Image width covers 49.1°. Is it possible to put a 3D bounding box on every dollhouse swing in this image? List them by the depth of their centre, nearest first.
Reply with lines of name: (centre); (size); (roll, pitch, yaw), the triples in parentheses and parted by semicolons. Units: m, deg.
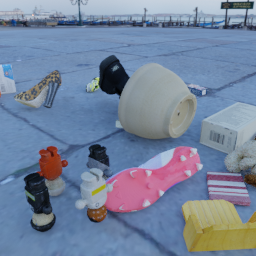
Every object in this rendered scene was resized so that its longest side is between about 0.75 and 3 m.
dollhouse swing: (1.803, 1.702, 5.558); (1.368, 1.244, 1.203); (-1, 46, -2)

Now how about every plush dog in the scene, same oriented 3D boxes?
plush dog: (3.561, 0.945, 7.329); (1.569, 1.259, 1.348); (-6, 49, -12)

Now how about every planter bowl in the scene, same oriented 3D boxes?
planter bowl: (1.141, -0.662, 9.153); (1.693, 2.516, 2.516); (30, 37, 35)

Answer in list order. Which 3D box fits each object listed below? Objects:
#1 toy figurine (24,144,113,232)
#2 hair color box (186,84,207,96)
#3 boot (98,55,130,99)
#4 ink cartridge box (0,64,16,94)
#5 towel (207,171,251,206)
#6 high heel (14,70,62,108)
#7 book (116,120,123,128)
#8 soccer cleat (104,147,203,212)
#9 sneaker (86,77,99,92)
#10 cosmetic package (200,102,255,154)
toy figurine: (-1.231, 1.278, 6.188); (1.815, 1.283, 1.844); (-4, 23, -2)
hair color box: (3.473, -1.964, 14.352); (0.533, 0.322, 1.065); (-18, 30, -33)
boot: (-0.116, -1.300, 11.249); (1.112, 2.447, 2.913); (-34, -9, -9)
ink cartridge box: (-6.744, -2.408, 14.077); (1.880, 1.359, 0.792); (-10, 27, -20)
towel: (2.494, 1.505, 7.088); (0.926, 0.146, 1.285); (3, 23, 11)
high heel: (-3.882, -1.742, 12.062); (2.338, 1.667, 0.835); (8, -14, 28)
book: (0.518, -0.110, 9.769); (1.588, 0.382, 1.061); (3, 3, 33)
soccer cleat: (0.534, 1.231, 6.983); (2.984, 0.995, 1.141); (-21, 1, -28)
sneaker: (-1.732, -2.250, 14.852); (0.539, 0.532, 1.410); (14, 38, 12)
cosmetic package: (3.671, -0.061, 9.557); (2.465, 0.901, 1.276); (-21, 32, -39)
